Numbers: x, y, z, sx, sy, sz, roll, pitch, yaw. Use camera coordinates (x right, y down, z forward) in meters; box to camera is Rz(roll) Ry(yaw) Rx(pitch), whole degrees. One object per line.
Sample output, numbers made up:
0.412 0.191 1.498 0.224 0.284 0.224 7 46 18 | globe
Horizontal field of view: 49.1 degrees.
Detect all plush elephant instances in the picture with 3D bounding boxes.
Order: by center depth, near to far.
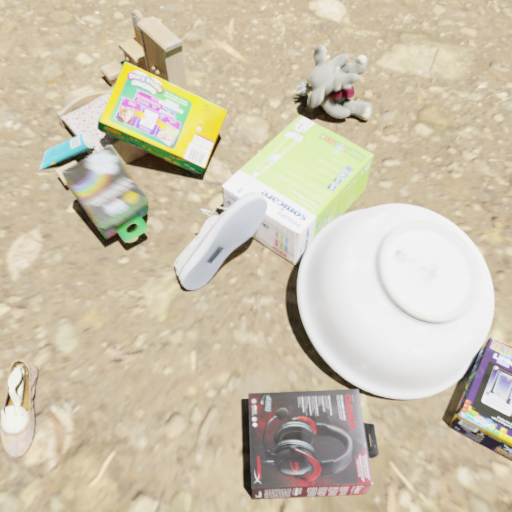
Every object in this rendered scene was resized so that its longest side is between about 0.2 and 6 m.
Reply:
1.798 -4.018 12.980 1.860 1.440 1.532 2 94 7 | plush elephant

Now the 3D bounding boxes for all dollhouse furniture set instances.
-3.580 -3.855 12.899 3.767 1.839 3.213 -32 61 -21 | dollhouse furniture set

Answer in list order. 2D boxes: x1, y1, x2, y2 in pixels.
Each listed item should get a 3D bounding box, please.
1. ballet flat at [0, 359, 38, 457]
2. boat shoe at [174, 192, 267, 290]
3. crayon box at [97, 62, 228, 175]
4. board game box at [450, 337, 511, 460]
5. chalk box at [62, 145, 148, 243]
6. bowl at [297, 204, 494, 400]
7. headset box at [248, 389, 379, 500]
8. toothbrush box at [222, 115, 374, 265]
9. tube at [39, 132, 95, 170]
-3.985 2.461 9.291 0.559 0.552 1.641 -9 56 -6 | ballet flat
-0.779 -0.465 10.725 2.302 0.850 0.981 -50 50 16 | boat shoe
-2.008 -2.940 12.130 2.429 0.708 1.443 23 79 -13 | crayon box
4.494 2.544 9.223 2.042 0.579 1.688 27 58 17 | board game box
-2.861 -1.081 11.195 1.093 1.085 1.751 -34 88 -14 | chalk box
2.606 0.489 9.483 3.600 1.618 3.600 4 67 -10 | bowl
0.891 2.946 8.824 2.009 0.754 1.493 -1 55 -1 | headset box
0.866 -1.428 11.625 1.930 1.141 2.650 33 60 20 | toothbrush box
-4.279 -2.348 12.516 1.448 0.365 0.561 -15 48 24 | tube
